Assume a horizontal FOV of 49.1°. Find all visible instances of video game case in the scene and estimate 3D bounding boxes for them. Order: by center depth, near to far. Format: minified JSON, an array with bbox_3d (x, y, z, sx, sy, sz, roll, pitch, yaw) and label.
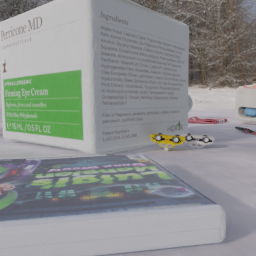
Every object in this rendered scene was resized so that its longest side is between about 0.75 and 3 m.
[{"bbox_3d":[-0.526,0.398,1.870,1.717,0.200,1.561,-1,5,-11],"label":"video game case"}]

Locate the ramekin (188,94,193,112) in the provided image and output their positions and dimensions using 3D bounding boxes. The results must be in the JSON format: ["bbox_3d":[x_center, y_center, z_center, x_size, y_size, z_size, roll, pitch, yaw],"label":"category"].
[{"bbox_3d":[1.220,-0.567,7.082,0.759,0.759,0.398,0,-34,-6],"label":"ramekin"}]

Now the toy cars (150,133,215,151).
[{"bbox_3d":[0.807,0.213,4.138,1.047,0.232,0.469,1,7,-28],"label":"toy cars"}]

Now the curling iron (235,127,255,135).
[{"bbox_3d":[2.786,0.071,6.435,0.245,0.126,0.989,-2,6,-17],"label":"curling iron"}]

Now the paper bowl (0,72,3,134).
[{"bbox_3d":[-2.790,-0.736,5.965,1.643,1.643,0.855,0,-14,-2],"label":"paper bowl"}]

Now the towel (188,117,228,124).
[{"bbox_3d":[2.979,-0.313,10.770,1.337,0.211,1.856,4,6,31],"label":"towel"}]

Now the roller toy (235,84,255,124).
[{"bbox_3d":[4.703,-0.814,9.874,1.741,1.334,1.909,-1,14,12],"label":"roller toy"}]

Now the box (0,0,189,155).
[{"bbox_3d":[-0.546,-0.810,4.934,2.437,2.098,2.449,4,6,41],"label":"box"}]
